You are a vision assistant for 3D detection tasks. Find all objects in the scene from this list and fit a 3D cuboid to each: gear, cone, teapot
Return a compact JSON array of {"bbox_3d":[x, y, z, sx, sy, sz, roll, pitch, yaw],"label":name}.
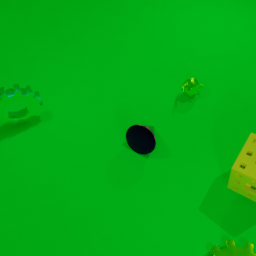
[{"bbox_3d":[-3.292,-0.635,8.222,1.543,1.543,0.285,-20,61,-12],"label":"gear"},{"bbox_3d":[2.461,3.396,6.197,1.676,0.310,1.676,-7,53,9],"label":"gear"},{"bbox_3d":[0.575,0.150,8.384,0.959,0.959,0.962,27,35,16],"label":"cone"},{"bbox_3d":[2.064,-1.309,9.170,1.053,0.654,0.515,-14,51,-29],"label":"teapot"}]

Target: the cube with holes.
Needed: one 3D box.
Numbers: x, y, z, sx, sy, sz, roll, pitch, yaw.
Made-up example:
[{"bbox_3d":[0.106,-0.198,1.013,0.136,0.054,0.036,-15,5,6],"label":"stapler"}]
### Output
[{"bbox_3d":[3.250,1.052,6.820,1.124,1.124,1.124,26,65,28],"label":"cube with holes"}]
